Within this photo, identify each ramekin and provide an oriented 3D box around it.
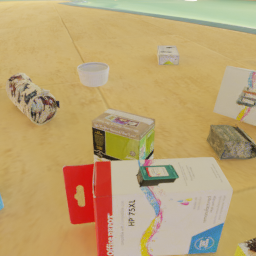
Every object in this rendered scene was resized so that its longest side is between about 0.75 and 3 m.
[{"bbox_3d":[-1.488,-2.306,12.097,1.358,0.713,1.358,0,30,0],"label":"ramekin"}]

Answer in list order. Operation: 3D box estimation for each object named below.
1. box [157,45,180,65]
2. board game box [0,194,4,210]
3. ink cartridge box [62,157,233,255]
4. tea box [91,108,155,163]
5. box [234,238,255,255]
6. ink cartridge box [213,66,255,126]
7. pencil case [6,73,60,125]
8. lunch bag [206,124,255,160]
[{"bbox_3d":[2.104,-3.895,14.936,1.074,0.554,1.841,1,30,1],"label":"box"},{"bbox_3d":[-4.160,1.838,5.237,2.080,0.548,2.718,15,34,24],"label":"board game box"},{"bbox_3d":[0.238,1.422,4.934,2.707,1.573,0.910,-2,31,-4],"label":"ink cartridge box"},{"bbox_3d":[-0.108,0.356,7.005,1.330,1.308,0.889,16,34,25],"label":"tea box"},{"bbox_3d":[3.011,2.120,4.747,2.316,0.580,0.872,-11,33,-19],"label":"box"},{"bbox_3d":[4.059,-0.928,8.641,2.127,1.538,1.545,26,22,37],"label":"ink cartridge box"},{"bbox_3d":[-3.335,-1.098,9.595,1.020,1.173,2.623,14,14,-44],"label":"pencil case"},{"bbox_3d":[2.912,0.365,7.632,1.170,0.688,0.959,1,30,-9],"label":"lunch bag"}]
